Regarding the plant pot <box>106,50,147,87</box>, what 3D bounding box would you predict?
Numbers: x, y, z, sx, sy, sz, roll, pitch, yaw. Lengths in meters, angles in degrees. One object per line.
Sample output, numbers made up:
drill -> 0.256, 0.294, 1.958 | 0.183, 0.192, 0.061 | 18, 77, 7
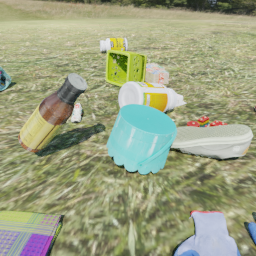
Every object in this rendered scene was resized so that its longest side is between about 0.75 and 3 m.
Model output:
plant pot -> -0.019, -2.881, 13.350 | 1.435, 1.582, 1.574 | -16, 30, -42

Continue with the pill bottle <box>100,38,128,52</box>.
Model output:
pill bottle -> -1.027, -5.854, 19.915 | 1.859, 1.035, 1.035 | -6, 27, -11

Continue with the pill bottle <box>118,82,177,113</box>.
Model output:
pill bottle -> 0.737, -0.976, 9.469 | 1.953, 1.085, 1.085 | -4, 23, -42

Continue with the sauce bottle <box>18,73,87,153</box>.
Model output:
sauce bottle -> -1.763, -0.318, 6.568 | 0.777, 2.353, 0.777 | 32, 34, -25

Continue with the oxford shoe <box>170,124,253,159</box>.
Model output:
oxford shoe -> 1.923, 0.425, 7.542 | 2.688, 0.776, 1.011 | -2, 28, 31

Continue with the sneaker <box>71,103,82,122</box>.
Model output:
sneaker -> -1.790, -0.549, 9.749 | 0.351, 0.467, 0.998 | 0, 26, -2

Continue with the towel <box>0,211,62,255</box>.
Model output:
towel -> -2.131, 2.174, 4.469 | 1.590, 0.252, 2.214 | 2, 26, 6

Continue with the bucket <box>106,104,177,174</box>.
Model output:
bucket -> 0.353, 0.213, 6.978 | 1.682, 1.094, 1.682 | 14, 29, -8

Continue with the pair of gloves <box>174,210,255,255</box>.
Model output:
pair of gloves -> 2.059, 2.103, 4.549 | 2.689, 0.306, 2.162 | 3, 26, 5

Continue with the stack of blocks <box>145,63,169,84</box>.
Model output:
stack of blocks -> 1.283, -2.729, 14.064 | 1.119, 0.569, 1.944 | -12, 29, -23

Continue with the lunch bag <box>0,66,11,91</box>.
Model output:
lunch bag -> -6.447, -2.183, 12.242 | 1.759, 1.259, 2.065 | 4, 13, 16

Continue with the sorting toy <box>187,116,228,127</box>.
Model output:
sorting toy -> 2.392, 0.034, 8.640 | 1.126, 0.394, 1.133 | -23, 35, -38

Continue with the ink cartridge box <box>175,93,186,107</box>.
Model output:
ink cartridge box -> 1.676, -1.100, 10.960 | 1.154, 0.389, 0.672 | -16, 30, -29
